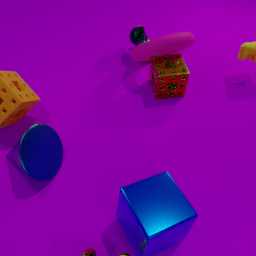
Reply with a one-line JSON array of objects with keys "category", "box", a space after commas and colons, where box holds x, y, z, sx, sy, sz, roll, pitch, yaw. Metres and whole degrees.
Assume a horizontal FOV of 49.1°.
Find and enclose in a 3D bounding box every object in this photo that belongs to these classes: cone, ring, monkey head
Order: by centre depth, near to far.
[{"category": "cone", "box": [-2.545, 0.634, 6.864, 1.341, 1.336, 1.336, -7, 47, 29]}, {"category": "ring", "box": [1.079, -2.512, 8.728, 2.016, 2.016, 0.403, -16, 97, -12]}, {"category": "monkey head", "box": [0.464, -3.012, 9.290, 0.843, 1.172, 0.706, -11, 97, -6]}]

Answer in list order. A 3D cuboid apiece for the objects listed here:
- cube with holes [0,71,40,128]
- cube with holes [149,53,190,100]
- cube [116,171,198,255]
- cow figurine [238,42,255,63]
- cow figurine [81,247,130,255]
[{"category": "cube with holes", "box": [-3.158, -0.749, 7.247, 1.013, 1.013, 1.013, -41, 92, 12]}, {"category": "cube with holes", "box": [1.194, -1.541, 8.394, 0.914, 0.914, 0.914, -8, 52, -6]}, {"category": "cube", "box": [0.509, 1.733, 5.571, 1.102, 1.102, 1.102, -16, 50, -23]}, {"category": "cow figurine", "box": [3.857, -2.469, 8.447, 0.951, 0.936, 0.522, 6, 20, -11]}, {"category": "cow figurine", "box": [-0.441, 2.753, 5.182, 1.134, 0.633, 1.153, -26, 84, 8]}]
